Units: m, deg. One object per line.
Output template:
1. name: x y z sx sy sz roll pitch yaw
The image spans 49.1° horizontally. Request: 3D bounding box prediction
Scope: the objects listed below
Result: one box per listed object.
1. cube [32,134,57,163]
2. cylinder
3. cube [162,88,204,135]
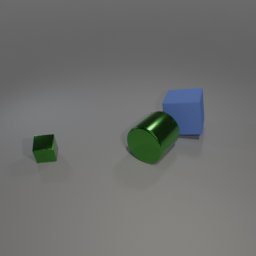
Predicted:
1. cube: -2.897 0.721 9.812 0.700 0.700 0.700 -5 48 -6
2. cylinder: 0.908 0.303 9.944 1.400 1.400 1.400 20 38 29
3. cube: 2.241 -0.660 11.117 1.400 1.400 1.400 -1 28 20
